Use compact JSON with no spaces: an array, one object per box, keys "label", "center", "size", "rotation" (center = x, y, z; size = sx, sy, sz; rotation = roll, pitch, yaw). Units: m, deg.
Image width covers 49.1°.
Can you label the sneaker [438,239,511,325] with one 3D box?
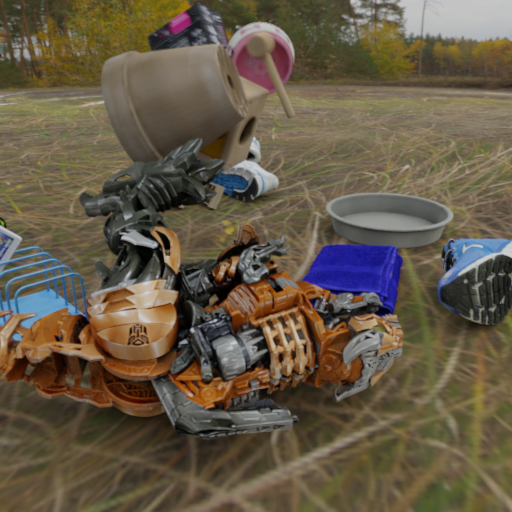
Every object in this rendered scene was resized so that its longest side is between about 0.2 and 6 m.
[{"label":"sneaker","center":[3.684,0.348,9.503],"size":[1.325,1.167,2.972],"rotation":[6,14,39]}]

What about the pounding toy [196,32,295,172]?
[{"label":"pounding toy","center":[-0.470,-3.155,11.306],"size":[2.354,2.679,1.226],"rotation":[30,33,13]}]

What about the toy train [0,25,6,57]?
[{"label":"toy train","center":[-4.963,-4.046,10.480],"size":[0.397,0.531,0.932],"rotation":[-15,62,13]}]

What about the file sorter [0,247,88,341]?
[{"label":"file sorter","center":[-3.489,0.586,8.793],"size":[1.114,0.985,1.606],"rotation":[-18,27,-39]}]

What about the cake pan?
[{"label":"cake pan","center":[3.037,-0.847,12.964],"size":[2.843,0.521,2.843],"rotation":[0,22,0]}]

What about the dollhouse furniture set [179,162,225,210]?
[{"label":"dollhouse furniture set","center":[-1.683,-1.797,14.472],"size":[1.402,1.229,0.931],"rotation":[18,7,-35]}]

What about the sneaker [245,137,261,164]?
[{"label":"sneaker","center":[-1.456,-3.454,18.592],"size":[3.458,1.296,1.499],"rotation":[-4,28,-11]}]

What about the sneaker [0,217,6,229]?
[{"label":"sneaker","center":[-5.684,-0.565,11.916],"size":[2.095,0.773,0.916],"rotation":[13,31,40]}]

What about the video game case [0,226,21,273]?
[{"label":"video game case","center":[-4.915,-0.164,8.481],"size":[2.084,1.492,0.188],"rotation":[33,-3,-20]}]

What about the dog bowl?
[{"label":"dog bowl","center":[0.100,-4.202,12.190],"size":[1.566,1.566,0.577],"rotation":[-3,35,-6]}]

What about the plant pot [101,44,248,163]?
[{"label":"plant pot","center":[-1.303,-2.803,10.083],"size":[1.974,2.275,2.275],"rotation":[-17,17,16]}]

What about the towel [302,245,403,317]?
[{"label":"towel","center":[1.733,0.315,10.022],"size":[1.660,0.557,2.248],"rotation":[8,23,16]}]

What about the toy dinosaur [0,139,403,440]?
[{"label":"toy dinosaur","center":[-1.167,0.583,6.987],"size":[5.592,2.857,3.796],"rotation":[16,34,-19]}]

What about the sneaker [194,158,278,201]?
[{"label":"sneaker","center":[-0.639,-2.344,16.200],"size":[1.343,1.161,3.098],"rotation":[-13,33,-44]}]

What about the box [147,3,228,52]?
[{"label":"box","center":[-1.482,-4.727,12.555],"size":[1.538,1.017,0.883],"rotation":[-19,-2,32]}]
